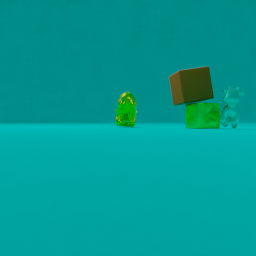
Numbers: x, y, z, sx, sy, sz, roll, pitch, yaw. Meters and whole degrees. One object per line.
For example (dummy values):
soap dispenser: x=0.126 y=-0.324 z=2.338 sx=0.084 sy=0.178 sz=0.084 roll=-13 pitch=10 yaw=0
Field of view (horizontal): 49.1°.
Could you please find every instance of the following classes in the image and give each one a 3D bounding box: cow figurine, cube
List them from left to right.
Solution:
cow figurine: x=-0.057 y=-0.636 z=9.874 sx=0.862 sy=1.570 sz=1.545 roll=5 pitch=32 yaw=-1
cube: x=1.826 y=-1.199 z=8.174 sx=0.913 sy=0.913 sz=0.913 roll=-10 pitch=1 yaw=-10
cube: x=2.100 y=-0.341 z=7.916 sx=0.710 sy=0.710 sz=0.710 roll=0 pitch=1 yaw=-17
cow figurine: x=2.688 y=-0.533 z=7.258 sx=0.543 sy=0.974 sz=0.990 roll=10 pitch=-6 yaw=25
